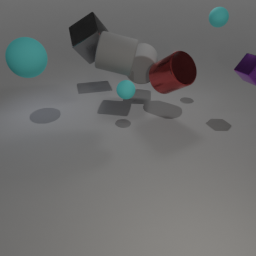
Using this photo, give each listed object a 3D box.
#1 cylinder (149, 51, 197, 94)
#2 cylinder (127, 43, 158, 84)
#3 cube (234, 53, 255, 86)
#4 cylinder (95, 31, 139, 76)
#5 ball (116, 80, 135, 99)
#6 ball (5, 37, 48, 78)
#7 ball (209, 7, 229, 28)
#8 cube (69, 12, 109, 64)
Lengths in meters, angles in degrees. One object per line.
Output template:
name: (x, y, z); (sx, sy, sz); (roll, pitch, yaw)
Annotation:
cylinder: (1.797, -2.214, 11.345); (1.400, 1.400, 1.400); (-22, 4, -33)
cylinder: (0.635, -2.932, 12.733); (1.400, 1.400, 1.400); (3, 39, 5)
cube: (4.121, -1.934, 9.283); (0.700, 0.700, 0.700); (31, 10, -34)
cylinder: (-0.432, -2.819, 10.675); (1.400, 1.400, 1.400); (13, 30, -2)
ball: (-0.077, -1.408, 10.294); (0.700, 0.700, 0.700); (0, 30, 0)
ball: (-3.565, -2.474, 9.874); (1.400, 1.400, 1.400); (0, 30, 0)
ball: (3.293, -4.020, 10.166); (0.700, 0.700, 0.700); (0, 30, 0)
cube: (-1.706, -4.138, 12.988); (1.400, 1.400, 1.400); (-26, 58, 18)
